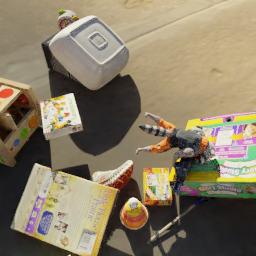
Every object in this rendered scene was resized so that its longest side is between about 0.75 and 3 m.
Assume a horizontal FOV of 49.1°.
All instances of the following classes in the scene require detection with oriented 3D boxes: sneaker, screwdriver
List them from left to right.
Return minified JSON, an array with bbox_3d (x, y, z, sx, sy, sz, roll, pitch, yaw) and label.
[{"bbox_3d":[-0.620,1.465,8.096,1.892,0.736,0.777,-31,57,-23],"label":"sneaker"},{"bbox_3d":[1.665,2.243,7.798,2.952,0.412,0.430,-30,26,-14],"label":"screwdriver"}]

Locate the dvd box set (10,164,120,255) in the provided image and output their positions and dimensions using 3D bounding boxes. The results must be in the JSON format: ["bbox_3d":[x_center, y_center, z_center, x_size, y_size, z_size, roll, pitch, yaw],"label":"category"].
[{"bbox_3d":[-1.636,2.124,7.337,2.459,0.361,1.799,14,77,13],"label":"dvd box set"}]

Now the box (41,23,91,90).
[{"bbox_3d":[-1.897,-2.914,11.235,2.437,1.271,1.804,29,57,21],"label":"box"}]

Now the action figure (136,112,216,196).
[{"bbox_3d":[1.264,0.568,7.430,2.091,1.130,2.161,11,61,13],"label":"action figure"}]

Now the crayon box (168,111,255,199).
[{"bbox_3d":[2.801,0.712,7.818,2.784,0.811,2.402,-8,43,39],"label":"crayon box"}]

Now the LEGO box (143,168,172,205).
[{"bbox_3d":[0.837,1.699,8.121,0.759,0.393,1.019,-1,51,-1],"label":"LEGO box"}]

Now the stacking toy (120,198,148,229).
[{"bbox_3d":[0.170,2.127,7.359,0.771,1.055,0.771,1,51,-1],"label":"stacking toy"}]

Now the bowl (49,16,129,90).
[{"bbox_3d":[-1.289,-3.034,10.546,2.583,0.964,2.579,44,55,-1],"label":"bowl"}]

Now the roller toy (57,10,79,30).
[{"bbox_3d":[-2.798,-4.937,13.098,0.993,0.906,0.694,12,51,-12],"label":"roller toy"}]

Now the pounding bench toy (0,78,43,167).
[{"bbox_3d":[-4.431,-0.471,8.964,2.790,1.733,2.177,16,54,16],"label":"pounding bench toy"}]

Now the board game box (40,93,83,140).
[{"bbox_3d":[-2.023,-0.387,8.407,1.059,0.290,1.678,-16,41,-9],"label":"board game box"}]
